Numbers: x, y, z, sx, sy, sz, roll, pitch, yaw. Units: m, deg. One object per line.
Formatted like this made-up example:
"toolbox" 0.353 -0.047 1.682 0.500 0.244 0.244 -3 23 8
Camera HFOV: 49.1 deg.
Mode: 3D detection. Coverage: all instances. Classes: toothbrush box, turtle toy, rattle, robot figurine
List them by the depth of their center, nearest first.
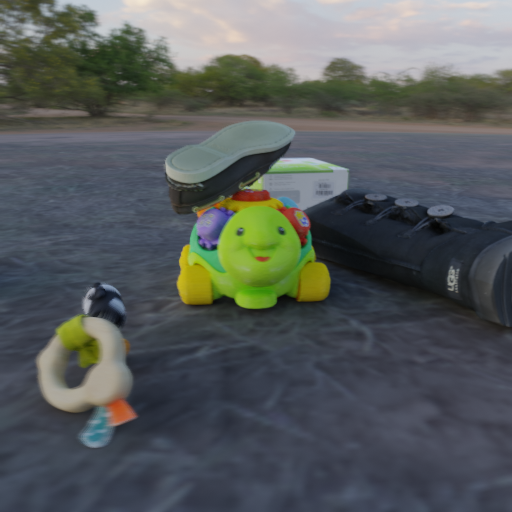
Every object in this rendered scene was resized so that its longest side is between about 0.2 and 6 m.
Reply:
"rattle" -1.265 1.177 4.912 1.316 0.940 0.857 31 64 35
"robot figurine" -1.513 0.548 5.567 0.384 0.462 0.615 25 18 -32
"turtle toy" -0.036 -0.123 7.319 2.001 1.388 2.746 -2 16 -6
"toothbrush box" 0.775 -1.607 13.105 1.958 1.158 2.689 -3 14 -11

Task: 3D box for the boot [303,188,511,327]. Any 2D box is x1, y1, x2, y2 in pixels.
"boot" 3.007 -0.264 8.378 3.305 1.316 4.009 -6 12 -26

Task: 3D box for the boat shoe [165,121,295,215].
"boat shoe" -0.314 -1.236 7.522 0.810 0.684 2.272 29 41 30

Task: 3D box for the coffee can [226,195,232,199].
"coffee can" -1.152 -1.734 13.686 0.740 0.740 1.010 14 -3 42
